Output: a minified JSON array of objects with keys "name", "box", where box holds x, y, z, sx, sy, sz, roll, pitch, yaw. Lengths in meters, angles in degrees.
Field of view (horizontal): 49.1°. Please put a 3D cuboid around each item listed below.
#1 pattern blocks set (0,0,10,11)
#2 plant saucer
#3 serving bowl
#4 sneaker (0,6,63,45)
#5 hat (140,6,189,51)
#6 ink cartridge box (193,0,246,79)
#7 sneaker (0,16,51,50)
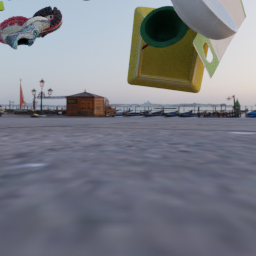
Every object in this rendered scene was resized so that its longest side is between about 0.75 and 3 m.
[{"name":"pattern blocks set","box":[-3.471,-3.723,6.825,0.155,1.683,1.914,-17,26,9]},{"name":"plant saucer","box":[1.472,-2.778,10.211,2.890,2.891,0.700,8,19,5]},{"name":"serving bowl","box":[1.699,-2.994,6.914,0.737,2.240,2.240,-39,-22,34]},{"name":"sneaker","box":[-3.312,-3.359,9.622,2.288,0.923,0.854,-21,1,-11]},{"name":"hat","box":[1.153,-2.643,8.371,1.357,1.638,1.442,-34,-29,4]},{"name":"ink cartridge box","box":[2.772,-3.226,8.960,0.638,2.662,1.937,26,-9,41]},{"name":"sneaker","box":[-3.039,-2.878,8.681,1.587,0.685,0.616,-35,-7,-26]}]
